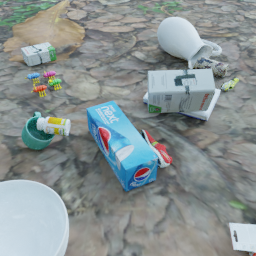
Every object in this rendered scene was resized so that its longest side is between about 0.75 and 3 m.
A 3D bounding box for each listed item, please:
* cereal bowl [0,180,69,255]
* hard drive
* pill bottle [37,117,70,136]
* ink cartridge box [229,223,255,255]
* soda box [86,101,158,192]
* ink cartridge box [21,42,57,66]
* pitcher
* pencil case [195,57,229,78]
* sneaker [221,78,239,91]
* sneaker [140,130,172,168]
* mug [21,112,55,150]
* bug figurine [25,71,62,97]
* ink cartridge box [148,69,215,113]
[{"bbox_3d":[-2.380,2.303,5.540,2.495,1.039,2.495,0,40,0],"label":"cereal bowl"},{"bbox_3d":[1.929,-1.129,10.036,2.330,0.296,1.537,19,50,22],"label":"hard drive"},{"bbox_3d":[-2.128,-0.061,8.020,0.862,0.479,0.479,8,40,0],"label":"pill bottle"},{"bbox_3d":[2.786,2.430,5.970,1.199,0.302,0.654,4,40,6],"label":"ink cartridge box"},{"bbox_3d":[-0.256,0.389,7.927,0.941,0.890,2.775,-17,43,-20],"label":"soda box"},{"bbox_3d":[-4.007,-3.322,12.588,1.295,0.538,0.949,-22,45,-24],"label":"ink cartridge box"},{"bbox_3d":[2.747,-3.897,12.647,2.234,1.579,2.604,-16,52,-32],"label":"pitcher"},{"bbox_3d":[3.475,-2.555,11.704,1.369,0.612,0.533,26,75,28],"label":"pencil case"},{"bbox_3d":[3.991,-1.649,10.827,0.880,0.332,0.336,-31,56,-18],"label":"sneaker"},{"bbox_3d":[0.776,0.595,8.084,0.601,0.545,1.415,-6,45,-29],"label":"sneaker"},{"bbox_3d":[-2.637,0.144,8.270,0.872,0.656,1.061,32,39,-12],"label":"mug"},{"bbox_3d":[-3.305,-1.842,10.947,1.221,0.405,1.574,-18,43,-21],"label":"bug figurine"},{"bbox_3d":[1.589,-1.116,8.755,1.936,1.419,0.804,-1,67,3],"label":"ink cartridge box"}]
